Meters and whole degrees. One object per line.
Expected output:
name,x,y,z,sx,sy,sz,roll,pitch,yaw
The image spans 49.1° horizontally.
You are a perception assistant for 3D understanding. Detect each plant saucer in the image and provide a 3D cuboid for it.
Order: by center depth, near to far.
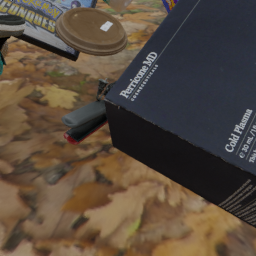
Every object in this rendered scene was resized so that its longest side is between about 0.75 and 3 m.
plant saucer,-0.683,-1.949,5.498,1.446,0.213,1.446,10,49,-12

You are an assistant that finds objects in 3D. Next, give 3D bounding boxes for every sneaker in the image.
sneaker,-2.336,-1.372,4.814,1.717,1.037,0.718,14,30,32

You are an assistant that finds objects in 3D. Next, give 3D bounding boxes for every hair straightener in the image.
hair straightener,-0.210,-0.407,3.853,1.613,0.621,0.330,-32,52,-30

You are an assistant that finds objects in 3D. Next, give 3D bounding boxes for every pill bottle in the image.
pill bottle,-0.821,-4.595,7.713,2.609,1.445,1.445,39,47,-4

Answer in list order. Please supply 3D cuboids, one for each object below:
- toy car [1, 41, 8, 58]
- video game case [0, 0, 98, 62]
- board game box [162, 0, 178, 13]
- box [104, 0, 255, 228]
toy car,-3.932,-2.322,6.530,1.977,1.482,1.730,-26,67,-14
video game case,-2.040,-3.105,6.201,2.690,0.343,2.431,19,78,-18
board game box,2.020,-3.519,7.093,2.433,1.636,0.545,-39,21,-17
box,0.981,-0.320,2.556,1.650,0.944,1.813,29,67,14
